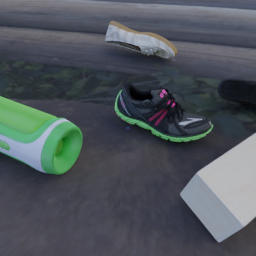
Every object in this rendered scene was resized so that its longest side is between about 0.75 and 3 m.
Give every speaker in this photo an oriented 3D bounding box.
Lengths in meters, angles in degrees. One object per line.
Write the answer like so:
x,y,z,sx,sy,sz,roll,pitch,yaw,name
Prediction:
-2.532,0.028,6.306,2.910,1.287,1.287,19,43,19,speaker

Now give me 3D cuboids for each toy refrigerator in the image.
2.455,0.848,5.405,2.840,0.994,1.078,-26,63,-29,toy refrigerator

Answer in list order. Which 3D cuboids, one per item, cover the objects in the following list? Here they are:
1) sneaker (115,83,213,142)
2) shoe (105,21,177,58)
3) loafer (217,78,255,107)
0.863,-0.426,6.932,2.534,1.062,0.972,18,33,11,sneaker
0.433,-3.141,10.524,2.944,1.029,0.786,27,86,20,shoe
3.584,-1.005,7.970,2.159,0.788,0.770,15,9,1,loafer
